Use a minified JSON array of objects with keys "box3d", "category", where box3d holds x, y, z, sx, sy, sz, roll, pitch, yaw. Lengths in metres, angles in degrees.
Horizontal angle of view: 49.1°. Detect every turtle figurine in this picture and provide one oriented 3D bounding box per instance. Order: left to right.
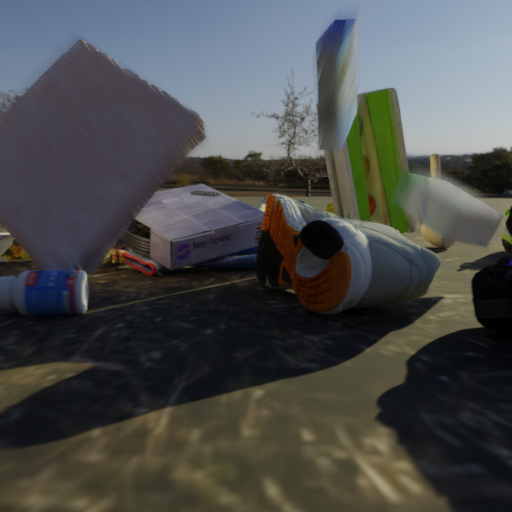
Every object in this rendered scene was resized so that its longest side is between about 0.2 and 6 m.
[{"box3d":[-2.000,0.019,8.199,0.900,0.359,1.115,4,9,-16],"category":"turtle figurine"}]

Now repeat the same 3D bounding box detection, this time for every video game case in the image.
[{"box3d":[0.850,-1.789,5.777,0.262,1.044,1.152,3,33,16],"category":"video game case"}]

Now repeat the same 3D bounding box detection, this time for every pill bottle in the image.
[{"box3d":[-2.027,0.354,5.338,0.771,0.433,0.433,-1,8,-7],"category":"pill bottle"}]

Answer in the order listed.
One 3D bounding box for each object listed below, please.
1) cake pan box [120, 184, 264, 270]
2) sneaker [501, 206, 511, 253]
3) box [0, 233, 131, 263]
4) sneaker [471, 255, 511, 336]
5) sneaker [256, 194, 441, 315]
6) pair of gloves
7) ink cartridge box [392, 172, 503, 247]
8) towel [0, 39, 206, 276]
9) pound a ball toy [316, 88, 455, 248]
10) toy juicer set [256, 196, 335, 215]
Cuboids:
[{"box3d":[-1.025,-0.501,8.274,1.934,0.506,1.781,-17,31,-41],"category":"cake pan box"},{"box3d":[5.001,-0.469,9.417,0.858,0.991,2.393,-3,8,-19],"category":"sneaker"},{"box3d":[-3.276,-0.170,9.203,2.350,0.455,0.487,-3,8,-20],"category":"box"},{"box3d":[2.256,0.386,4.247,1.100,0.769,2.211,-4,3,5],"category":"sneaker"},{"box3d":[0.897,-0.003,6.391,1.358,1.118,2.953,5,13,-17],"category":"sneaker"},{"box3d":[-1.212,-0.357,8.893,2.588,0.367,3.219,-12,25,-40],"category":"pair of gloves"},{"box3d":[2.528,-0.635,7.484,0.845,0.509,1.162,7,24,-30],"category":"ink cartridge box"},{"box3d":[-2.121,-1.197,6.606,2.514,2.401,0.405,39,-5,28],"category":"towel"},{"box3d":[2.417,-1.527,10.685,2.061,3.161,1.343,-16,15,-11],"category":"pound a ball toy"},{"box3d":[0.951,-1.006,15.226,2.646,0.720,1.683,10,28,29],"category":"toy juicer set"}]
